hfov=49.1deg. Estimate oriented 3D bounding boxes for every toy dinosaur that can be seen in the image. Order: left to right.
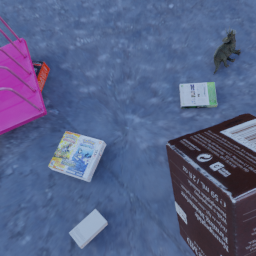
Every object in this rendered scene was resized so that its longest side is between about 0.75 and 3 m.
[{"bbox_3d":[2.844,-2.199,8.194,0.681,1.332,0.513,41,31,18],"label":"toy dinosaur"}]

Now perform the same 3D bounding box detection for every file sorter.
[{"bbox_3d":[-3.470,-1.339,6.961,1.768,1.595,2.544,-24,68,3],"label":"file sorter"}]

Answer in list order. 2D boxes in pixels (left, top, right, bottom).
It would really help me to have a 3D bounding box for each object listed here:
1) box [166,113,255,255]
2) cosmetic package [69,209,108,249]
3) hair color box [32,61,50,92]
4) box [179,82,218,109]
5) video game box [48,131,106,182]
[{"bbox_3d":[2.220,1.393,5.363,2.062,2.511,2.084,-18,25,-14],"label":"box"},{"bbox_3d":[-0.907,2.330,6.489,0.804,0.341,0.432,-37,67,-21],"label":"cosmetic package"},{"bbox_3d":[-2.783,-1.213,7.857,0.692,0.418,1.364,9,73,15],"label":"hair color box"},{"bbox_3d":[1.975,-0.921,7.913,0.991,0.180,0.715,-2,71,7],"label":"box"},{"bbox_3d":[-1.286,0.698,7.148,1.167,0.273,1.063,13,64,20],"label":"video game box"}]
